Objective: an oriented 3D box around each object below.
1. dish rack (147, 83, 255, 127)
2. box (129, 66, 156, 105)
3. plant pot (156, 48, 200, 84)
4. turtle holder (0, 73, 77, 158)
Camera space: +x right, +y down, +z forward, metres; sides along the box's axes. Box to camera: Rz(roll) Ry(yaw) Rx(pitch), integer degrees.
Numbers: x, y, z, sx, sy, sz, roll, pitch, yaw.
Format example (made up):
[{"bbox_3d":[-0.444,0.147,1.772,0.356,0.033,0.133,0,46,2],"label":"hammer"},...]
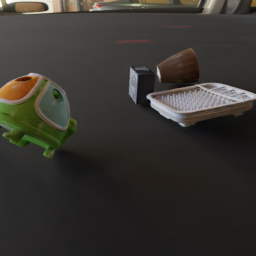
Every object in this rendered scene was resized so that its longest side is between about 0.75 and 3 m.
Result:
[{"bbox_3d":[2.211,-0.751,8.690,2.808,0.611,2.410,-11,23,-17],"label":"dish rack"},{"bbox_3d":[0.485,-1.532,9.984,0.679,1.101,1.092,-3,28,-12],"label":"box"},{"bbox_3d":[1.981,-2.421,11.613,1.514,1.415,1.415,-14,28,-2],"label":"plant pot"},{"bbox_3d":[-1.960,-0.233,6.358,2.162,1.535,1.643,31,-16,-29],"label":"turtle holder"}]
